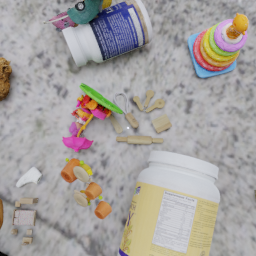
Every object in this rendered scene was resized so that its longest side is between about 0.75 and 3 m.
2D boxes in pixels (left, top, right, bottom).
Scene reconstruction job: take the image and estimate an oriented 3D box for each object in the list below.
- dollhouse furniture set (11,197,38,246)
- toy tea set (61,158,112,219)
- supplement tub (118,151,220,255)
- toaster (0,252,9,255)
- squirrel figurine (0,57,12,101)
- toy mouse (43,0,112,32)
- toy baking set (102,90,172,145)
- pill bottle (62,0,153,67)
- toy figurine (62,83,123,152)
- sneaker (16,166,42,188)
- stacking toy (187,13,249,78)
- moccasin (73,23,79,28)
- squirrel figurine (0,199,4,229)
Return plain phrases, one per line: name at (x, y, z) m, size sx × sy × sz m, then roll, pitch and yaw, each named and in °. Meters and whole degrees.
dollhouse furniture set at (-2.981, 2.601, 7.879) m, size 0.649 × 0.554 × 1.252 m, roll 3°, pitch 78°, yaw 1°
toy tea set at (-0.858, 1.303, 6.342) m, size 0.591 × 0.950 × 1.598 m, roll -45°, pitch 123°, yaw -43°
supplement tub at (1.093, 2.256, 7.132) m, size 2.158 × 2.158 × 2.968 m, roll 15°, pitch 78°, yaw 3°
toaster at (-4.053, 3.530, 7.306) m, size 1.412 × 1.277 × 0.838 m, roll 28°, pitch 79°, yaw 6°
squirrel figurine at (-4.454, -1.639, 8.367) m, size 1.820 × 1.288 × 1.698 m, roll -10°, pitch 76°, yaw -34°
toy mouse at (-1.481, -3.309, 8.202) m, size 2.565 × 2.886 × 0.558 m, roll -53°, pitch 124°, yaw -41°
toy baking set at (0.201, -0.325, 8.680) m, size 2.269 × 0.264 × 1.742 m, roll -2°, pitch 75°, yaw -1°
pill bottle at (-0.628, -2.862, 8.584) m, size 2.483 × 1.437 × 1.437 m, roll -23°, pitch 79°, yaw -5°
toy figurine at (-1.316, -0.221, 8.190) m, size 1.761 × 1.436 × 1.913 m, roll -56°, pitch 38°, yaw 8°
sneaker at (-2.886, 1.551, 8.242) m, size 0.441 × 0.281 × 0.763 m, roll 41°, pitch 80°, yaw 11°
stacking toy at (2.754, -2.510, 7.902) m, size 1.410 × 2.570 × 1.491 m, roll -15°, pitch 86°, yaw -3°
moccasin at (-1.815, -3.419, 9.290) m, size 0.760 × 0.293 × 0.278 m, roll -1°, pitch 78°, yaw 0°
squirrel figurine at (-2.873, 1.768, 4.425) m, size 1.095 × 1.444 × 1.548 m, roll -26°, pitch 55°, yaw 6°
